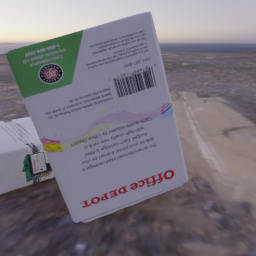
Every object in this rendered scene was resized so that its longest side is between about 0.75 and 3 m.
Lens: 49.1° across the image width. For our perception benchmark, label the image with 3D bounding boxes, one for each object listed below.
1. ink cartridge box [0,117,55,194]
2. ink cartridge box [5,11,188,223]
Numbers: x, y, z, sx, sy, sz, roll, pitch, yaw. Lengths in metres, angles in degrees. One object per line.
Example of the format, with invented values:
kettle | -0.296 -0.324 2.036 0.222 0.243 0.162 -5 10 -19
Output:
ink cartridge box | -1.840 0.373 5.107 1.813 0.764 1.324 -14 29 -39
ink cartridge box | -0.324 -0.147 3.914 1.723 2.380 0.999 -19 20 -7
